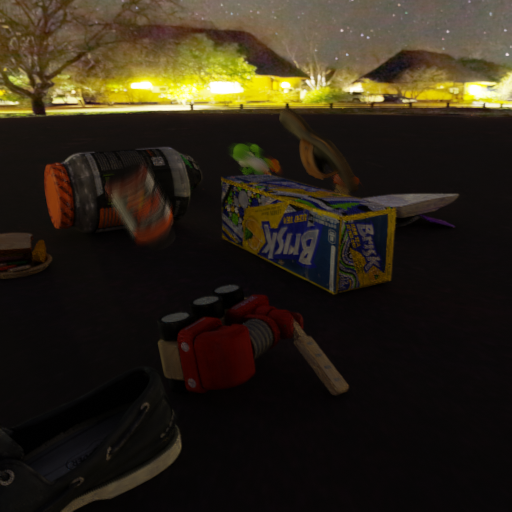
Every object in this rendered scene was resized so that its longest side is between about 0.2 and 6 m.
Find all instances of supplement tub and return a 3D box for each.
[{"bbox_3d":[-1.377,-0.568,6.900,0.550,1.028,0.550,-18,35,13],"label":"supplement tub"},{"bbox_3d":[-2.858,-1.357,11.559,2.652,1.625,1.625,-10,20,-30],"label":"supplement tub"}]

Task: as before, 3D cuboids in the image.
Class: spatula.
[{"bbox_3d":[3.022,-0.704,11.774,2.402,0.247,0.679,-3,18,-11],"label":"spatula"}]

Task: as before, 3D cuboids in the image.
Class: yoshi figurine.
[{"bbox_3d":[-0.084,-1.990,11.653,1.076,0.603,0.605,31,39,26],"label":"yoshi figurine"}]

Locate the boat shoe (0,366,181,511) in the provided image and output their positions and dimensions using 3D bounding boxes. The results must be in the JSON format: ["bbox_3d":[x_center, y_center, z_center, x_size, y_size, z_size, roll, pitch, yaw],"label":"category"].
[{"bbox_3d":[-1.644,1.486,3.953,2.579,0.855,0.964,-15,23,-38],"label":"boat shoe"}]

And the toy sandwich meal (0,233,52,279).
[{"bbox_3d":[-4.036,-0.023,9.303,1.333,0.457,1.333,0,18,0],"label":"toy sandwich meal"}]

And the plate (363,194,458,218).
[{"bbox_3d":[3.066,-1.116,12.531,2.078,0.336,2.074,-13,12,-34],"label":"plate"}]

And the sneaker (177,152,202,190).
[{"bbox_3d":[-2.089,-2.474,15.797,1.271,1.164,2.983,-7,19,-23],"label":"sneaker"}]

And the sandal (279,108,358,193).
[{"bbox_3d":[1.006,-1.791,9.868,2.234,0.610,0.913,50,4,28],"label":"sandal"}]

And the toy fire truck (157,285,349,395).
[{"bbox_3d":[0.020,0.973,5.720,1.599,1.029,1.408,-1,14,33],"label":"toy fire truck"}]

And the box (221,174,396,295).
[{"bbox_3d":[0.705,-0.527,9.561,1.146,1.248,3.563,-10,20,-29],"label":"box"}]

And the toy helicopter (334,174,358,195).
[{"bbox_3d":[1.596,-1.076,11.000,0.428,1.086,0.718,19,-19,-12],"label":"toy helicopter"}]
